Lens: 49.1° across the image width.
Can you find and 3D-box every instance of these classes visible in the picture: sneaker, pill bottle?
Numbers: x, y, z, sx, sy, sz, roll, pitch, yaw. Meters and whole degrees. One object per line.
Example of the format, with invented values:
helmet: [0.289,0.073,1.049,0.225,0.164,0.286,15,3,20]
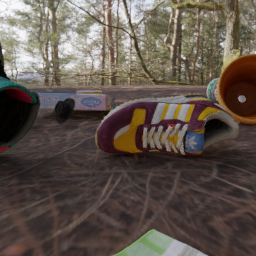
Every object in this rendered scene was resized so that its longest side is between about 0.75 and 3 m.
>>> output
sneaker: [0.753,0.028,5.149,2.645,0.991,1.192,-16,33,-18]
pill bottle: [5.111,-1.757,13.725,1.373,1.373,2.429,-4,10,-19]
sneaker: [-2.211,-0.797,4.482,1.627,2.695,1.127,3,9,42]

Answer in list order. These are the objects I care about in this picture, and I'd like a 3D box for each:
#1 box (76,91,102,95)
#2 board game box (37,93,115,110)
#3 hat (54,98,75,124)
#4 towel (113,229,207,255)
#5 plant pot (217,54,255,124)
box: [-2.079,-1.649,15.029,1.358,0.688,0.764,-1,9,-5]
board game box: [-2.019,-1.016,10.848,2.753,0.597,2.740,2,6,3]
hat: [-1.966,-0.574,8.307,0.854,0.854,0.345,10,-18,42]
towel: [0.353,1.046,1.761,0.924,0.190,1.239,-9,14,-44]
plant pot: [3.910,-1.097,9.153,2.072,2.072,1.897,2,-6,12]
